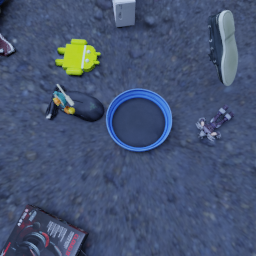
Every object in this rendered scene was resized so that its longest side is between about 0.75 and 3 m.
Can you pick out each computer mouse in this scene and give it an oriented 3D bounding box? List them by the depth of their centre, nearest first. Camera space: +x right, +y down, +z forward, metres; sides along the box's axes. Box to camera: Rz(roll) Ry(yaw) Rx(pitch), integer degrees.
[{"bbox_3d":[-1.489,-0.654,7.915,1.637,0.431,1.133,13,71,5],"label":"computer mouse"}]

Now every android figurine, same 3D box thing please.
[{"bbox_3d":[-1.506,-2.138,8.508,1.340,0.275,1.220,5,71,4],"label":"android figurine"}]

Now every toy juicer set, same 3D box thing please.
[{"bbox_3d":[-1.589,-0.604,6.878,0.289,1.063,0.676,-41,91,-18],"label":"toy juicer set"}]

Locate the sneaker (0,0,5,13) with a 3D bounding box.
[{"bbox_3d":[-4.309,-3.248,8.623,2.337,0.942,1.711,-41,86,-18],"label":"sneaker"}]

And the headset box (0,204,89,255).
[{"bbox_3d":[-1.868,2.804,6.620,1.780,0.668,1.323,24,73,8],"label":"headset box"}]

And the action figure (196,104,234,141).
[{"bbox_3d":[2.400,-0.101,7.766,1.186,0.411,0.772,-39,83,-8],"label":"action figure"}]

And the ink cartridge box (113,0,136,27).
[{"bbox_3d":[-0.171,-4.101,8.732,0.629,1.079,1.493,-7,71,-2],"label":"ink cartridge box"}]

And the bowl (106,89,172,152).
[{"bbox_3d":[0.305,-0.208,7.806,1.812,0.356,1.812,0,72,0],"label":"bowl"}]

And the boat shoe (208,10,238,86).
[{"bbox_3d":[2.125,-1.805,6.502,0.633,1.693,0.561,-37,34,-28],"label":"boat shoe"}]

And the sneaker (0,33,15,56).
[{"bbox_3d":[-3.942,-2.557,8.616,0.516,0.338,0.894,-43,77,-10],"label":"sneaker"}]
